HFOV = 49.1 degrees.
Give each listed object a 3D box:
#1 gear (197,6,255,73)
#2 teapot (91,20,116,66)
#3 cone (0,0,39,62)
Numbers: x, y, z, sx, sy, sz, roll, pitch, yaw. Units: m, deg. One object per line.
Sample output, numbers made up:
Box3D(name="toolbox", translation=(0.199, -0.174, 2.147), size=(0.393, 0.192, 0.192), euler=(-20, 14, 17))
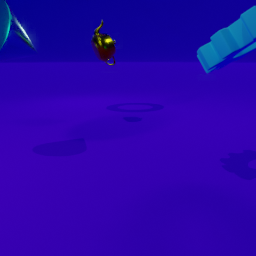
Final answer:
Box3D(name="gear", translation=(1.647, -1.227, 3.534), size=(1.562, 0.289, 1.562), euler=(-28, -3, -1))
Box3D(name="teapot", translation=(-0.584, -2.081, 6.996), size=(0.561, 1.146, 0.712), euler=(-28, 29, -12))
Box3D(name="cone", translation=(-1.927, -1.433, 4.749), size=(1.094, 1.094, 1.098), euler=(8, -3, 28))
